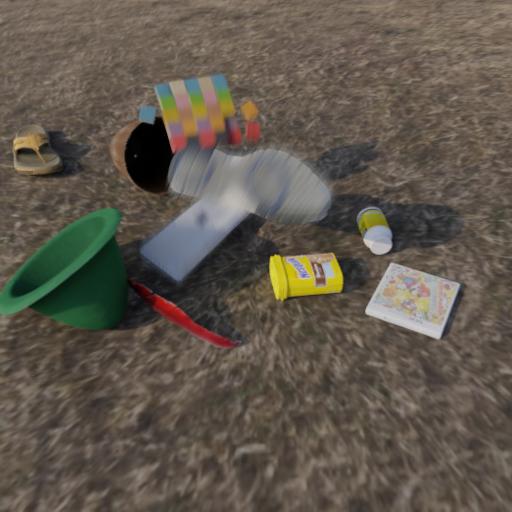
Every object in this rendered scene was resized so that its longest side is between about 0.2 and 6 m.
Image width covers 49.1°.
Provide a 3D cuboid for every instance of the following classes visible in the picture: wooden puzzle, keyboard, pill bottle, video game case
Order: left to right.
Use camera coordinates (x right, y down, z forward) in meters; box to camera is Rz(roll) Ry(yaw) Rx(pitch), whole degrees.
[{"bbox_3d":[-1.140,-2.912,11.443,2.491,0.175,1.477,-14,81,-18],"label":"wooden puzzle"},{"bbox_3d":[-1.014,-0.684,11.507,0.947,0.179,3.366,32,43,10],"label":"keyboard"},{"bbox_3d":[2.467,-0.510,11.600,0.574,0.574,1.020,-2,39,-3],"label":"pill bottle"},{"bbox_3d":[2.900,0.781,10.305,1.348,0.170,1.482,19,42,21],"label":"video game case"}]

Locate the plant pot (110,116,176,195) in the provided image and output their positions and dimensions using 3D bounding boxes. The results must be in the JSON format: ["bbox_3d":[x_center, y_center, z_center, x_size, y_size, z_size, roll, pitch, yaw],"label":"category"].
[{"bbox_3d":[-2.720,-2.463,13.369,1.761,1.761,1.884,-26,27,-29],"label":"plant pot"}]

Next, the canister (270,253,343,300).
[{"bbox_3d":[0.933,0.360,10.561,1.223,0.529,0.908,-5,39,-8],"label":"canister"}]

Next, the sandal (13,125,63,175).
[{"bbox_3d":[-5.716,-2.846,14.371,1.120,0.753,2.788,-15,41,-18],"label":"sandal"}]

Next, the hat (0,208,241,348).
[{"bbox_3d":[-2.571,0.988,9.952,2.587,2.750,3.124,-42,26,-11],"label":"hat"}]

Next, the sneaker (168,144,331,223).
[{"bbox_3d":[-0.027,-1.271,10.029,3.090,1.151,1.346,19,1,26],"label":"sneaker"}]
